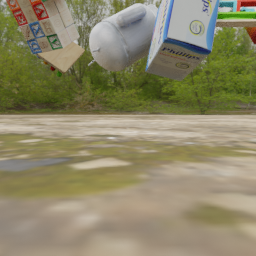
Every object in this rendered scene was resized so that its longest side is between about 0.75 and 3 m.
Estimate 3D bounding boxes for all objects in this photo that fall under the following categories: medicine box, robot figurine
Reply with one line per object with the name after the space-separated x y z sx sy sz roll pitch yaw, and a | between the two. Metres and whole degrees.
1.360 -2.572 7.208 1.133 2.005 2.201 12 -10 -6 | medicine box
-0.059 -2.949 9.238 2.907 1.641 2.465 -35 -15 -19 | robot figurine

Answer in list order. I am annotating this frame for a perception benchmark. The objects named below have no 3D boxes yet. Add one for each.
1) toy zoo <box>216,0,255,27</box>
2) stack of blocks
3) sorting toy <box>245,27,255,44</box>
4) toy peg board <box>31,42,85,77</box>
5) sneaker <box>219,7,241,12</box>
2.771 -3.157 7.141 1.133 1.727 0.177 7 -34 18 | toy zoo
-2.075 -3.118 6.446 1.463 2.540 0.744 1 36 33 | stack of blocks
3.976 -3.036 8.014 1.720 0.592 0.596 -32 -29 -18 | sorting toy
-2.509 -2.582 9.938 1.358 1.364 0.667 34 -35 -6 | toy peg board
3.277 -3.728 8.994 0.787 0.340 0.316 -10 30 -13 | sneaker
